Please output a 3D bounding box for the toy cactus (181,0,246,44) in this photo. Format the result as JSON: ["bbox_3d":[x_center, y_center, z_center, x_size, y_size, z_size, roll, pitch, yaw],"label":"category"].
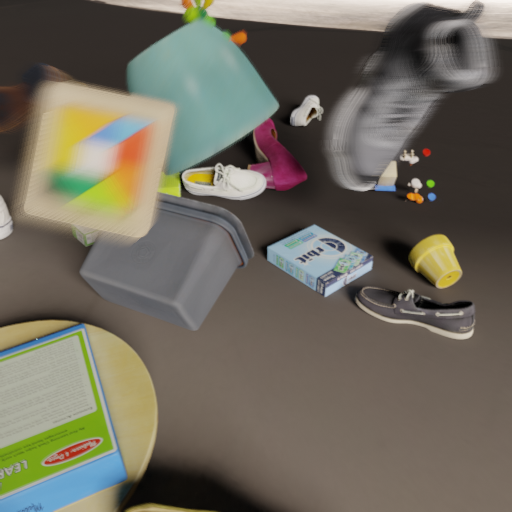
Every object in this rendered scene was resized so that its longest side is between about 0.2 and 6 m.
[{"bbox_3d":[-0.922,-4.167,10.637,0.990,1.936,1.598,-23,0,-13],"label":"toy cactus"}]

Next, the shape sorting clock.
[{"bbox_3d":[-3.023,2.205,6.741,3.677,0.721,3.677,-4,37,3],"label":"shape sorting clock"}]

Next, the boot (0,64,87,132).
[{"bbox_3d":[-4.165,-2.758,10.407,2.210,0.826,1.071,-17,-4,26],"label":"boot"}]

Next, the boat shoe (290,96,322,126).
[{"bbox_3d":[1.683,-4.341,16.847,0.711,0.616,1.668,16,39,23],"label":"boat shoe"}]

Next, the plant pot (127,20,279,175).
[{"bbox_3d":[-1.016,-2.649,9.064,2.210,1.774,2.210,-28,18,10],"label":"plant pot"}]

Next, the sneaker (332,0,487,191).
[{"bbox_3d":[2.579,-2.692,9.516,1.324,3.509,1.997,21,7,-23],"label":"sneaker"}]

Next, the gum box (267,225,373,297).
[{"bbox_3d":[1.171,0.050,10.407,1.277,0.335,1.503,-26,41,-34],"label":"gum box"}]

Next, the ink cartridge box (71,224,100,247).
[{"bbox_3d":[-3.121,-0.605,11.411,1.091,0.324,0.567,-25,41,-33],"label":"ink cartridge box"}]

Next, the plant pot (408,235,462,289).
[{"bbox_3d":[3.234,0.146,9.948,0.784,0.784,0.738,-12,51,-17],"label":"plant pot"}]

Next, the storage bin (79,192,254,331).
[{"bbox_3d":[-1.546,0.137,9.301,2.487,1.810,1.671,16,64,23],"label":"storage bin"}]

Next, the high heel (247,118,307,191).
[{"bbox_3d":[0.599,-2.606,13.754,1.386,0.973,2.889,-4,37,11],"label":"high heel"}]

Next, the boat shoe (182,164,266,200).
[{"bbox_3d":[-0.755,-1.735,12.490,1.901,0.810,0.702,5,76,11],"label":"boat shoe"}]

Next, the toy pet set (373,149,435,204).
[{"bbox_3d":[3.374,-1.720,12.945,1.254,0.713,1.343,2,66,3],"label":"toy pet set"}]

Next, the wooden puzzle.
[{"bbox_3d":[-1.514,-0.931,5.332,1.227,1.327,0.247,12,-2,2],"label":"wooden puzzle"}]

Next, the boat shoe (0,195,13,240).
[{"bbox_3d":[-6.263,-0.569,10.799,2.830,0.930,1.018,-13,35,-19],"label":"boat shoe"}]

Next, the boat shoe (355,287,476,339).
[{"bbox_3d":[2.571,0.751,9.087,1.931,0.606,0.702,16,37,23],"label":"boat shoe"}]

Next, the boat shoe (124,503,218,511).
[{"bbox_3d":[-0.011,3.061,5.219,2.893,0.983,1.041,6,34,9],"label":"boat shoe"}]

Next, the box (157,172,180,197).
[{"bbox_3d":[-2.505,-1.614,12.918,1.491,0.355,0.909,-3,33,-5],"label":"box"}]
